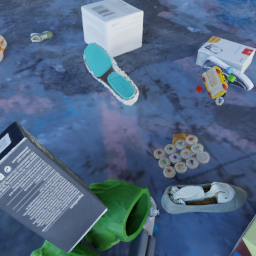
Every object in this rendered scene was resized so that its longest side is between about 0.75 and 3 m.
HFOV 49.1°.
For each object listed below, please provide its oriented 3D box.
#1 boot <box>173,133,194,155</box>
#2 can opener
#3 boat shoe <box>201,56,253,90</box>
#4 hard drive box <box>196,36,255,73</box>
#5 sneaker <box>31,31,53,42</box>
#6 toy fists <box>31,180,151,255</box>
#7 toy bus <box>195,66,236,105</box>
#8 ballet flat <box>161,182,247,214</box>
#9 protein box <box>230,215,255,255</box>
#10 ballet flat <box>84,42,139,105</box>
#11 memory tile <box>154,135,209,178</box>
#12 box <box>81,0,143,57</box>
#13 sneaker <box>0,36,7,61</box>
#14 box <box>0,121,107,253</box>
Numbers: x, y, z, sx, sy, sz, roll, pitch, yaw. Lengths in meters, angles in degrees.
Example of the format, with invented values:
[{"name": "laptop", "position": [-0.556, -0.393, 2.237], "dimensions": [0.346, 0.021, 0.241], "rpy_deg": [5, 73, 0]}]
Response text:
[{"name": "boot", "position": [1.525, 0.467, 7.778], "dimensions": [0.560, 0.275, 0.782], "rpy_deg": [-6, 45, 4]}, {"name": "can opener", "position": [0.219, 2.358, 5.783], "dimensions": [0.732, 0.579, 2.201], "rpy_deg": [-22, 36, 29]}, {"name": "boat shoe", "position": [3.394, -1.785, 9.738], "dimensions": [1.872, 0.672, 0.635], "rpy_deg": [41, 87, 19]}, {"name": "hard drive box", "position": [3.668, -2.694, 10.575], "dimensions": [1.714, 0.658, 1.336], "rpy_deg": [27, 52, 24]}, {"name": "sneaker", "position": [-3.696, -3.877, 12.001], "dimensions": [0.955, 0.320, 0.429], "rpy_deg": [-7, 49, -2]}, {"name": "toy fists", "position": [-0.755, 2.189, 5.363], "dimensions": [1.508, 1.017, 2.959], "rpy_deg": [6, 43, 32]}, {"name": "toy bus", "position": [2.951, -1.393, 9.205], "dimensions": [0.638, 1.234, 1.165], "rpy_deg": [14, 10, -45]}, {"name": "ballet flat", "position": [1.804, 1.551, 6.393], "dimensions": [2.073, 0.660, 0.699], "rpy_deg": [-5, 46, -5]}, {"name": "protein box", "position": [3.362, 2.258, 5.122], "dimensions": [2.147, 1.459, 2.162], "rpy_deg": [34, 54, 29]}, {"name": "ballet flat", "position": [-0.572, -1.663, 9.138], "dimensions": [0.907, 0.907, 2.527], "rpy_deg": [-29, 72, -26]}, {"name": "memory tile", "position": [1.392, 0.726, 7.370], "dimensions": [1.267, 0.106, 0.971], "rpy_deg": [-23, 49, -1]}, {"name": "box", "position": [-0.620, -4.041, 11.259], "dimensions": [1.816, 1.556, 1.807], "rpy_deg": [-27, 51, -26]}, {"name": "sneaker", "position": [-5.281, -2.990, 11.004], "dimensions": [0.597, 0.605, 1.546], "rpy_deg": [-15, 44, 19]}, {"name": "box", "position": [-1.542, 0.976, 4.906], "dimensions": [1.029, 1.923, 1.427], "rpy_deg": [-48, 27, -11]}]
